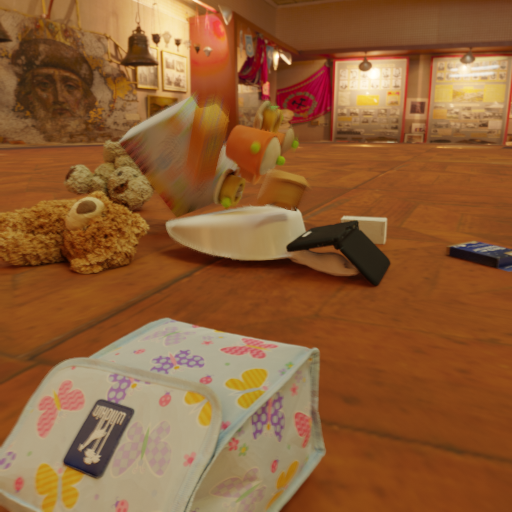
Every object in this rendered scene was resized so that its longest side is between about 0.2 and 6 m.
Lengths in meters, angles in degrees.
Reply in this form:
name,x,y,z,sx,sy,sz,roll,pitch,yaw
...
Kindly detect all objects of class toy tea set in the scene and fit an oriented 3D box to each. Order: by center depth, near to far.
name,x,y,z,sx,sy,sz,roll,pitch,yaw
toy tea set,0.266,-2.097,11.532,1.113,1.788,3.008,24,42,10

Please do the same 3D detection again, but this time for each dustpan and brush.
name,x,y,z,sx,sy,sz,roll,pitch,yaw
dustpan and brush,0.376,-0.272,10.316,2.577,1.057,3.692,-15,14,-41

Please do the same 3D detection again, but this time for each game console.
name,x,y,z,sx,sy,sz,roll,pitch,yaw
game console,1.455,-0.019,9.708,1.405,0.930,1.597,-9,9,23

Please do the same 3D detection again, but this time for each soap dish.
name,x,y,z,sx,sy,sz,roll,pitch,yaw
soap dish,0.464,-1.104,9.617,0.817,0.643,0.332,6,23,-43

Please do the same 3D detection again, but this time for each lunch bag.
name,x,y,z,sx,sy,sz,roll,pitch,yaw
lunch bag,-0.610,1.232,3.825,1.575,1.181,1.857,7,22,34

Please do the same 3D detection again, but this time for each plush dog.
name,x,y,z,sx,sy,sz,roll,pitch,yaw
plush dog,-3.794,-1.930,15.687,2.048,1.913,2.385,29,61,36

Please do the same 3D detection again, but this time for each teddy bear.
name,x,y,z,sx,sy,sz,roll,pitch,yaw
teddy bear,-3.787,-0.626,10.826,2.654,1.222,3.660,-12,18,-31

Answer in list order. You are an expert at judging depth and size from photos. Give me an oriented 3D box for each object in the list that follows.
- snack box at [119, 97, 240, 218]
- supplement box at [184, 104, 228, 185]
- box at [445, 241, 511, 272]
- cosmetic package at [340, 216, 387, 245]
name,x,y,z,sx,sy,sz,roll,pitch,yaw
snack box,-1.633,-2.146,12.567,1.880,2.229,0.754,-17,33,32
supplement box,-0.679,-1.469,7.462,0.359,1.078,0.371,-20,59,-27
box,4.355,-0.012,10.420,0.832,0.223,1.373,-9,18,-31
cosmetic package,2.277,-0.545,11.857,0.931,0.525,0.378,3,15,19
